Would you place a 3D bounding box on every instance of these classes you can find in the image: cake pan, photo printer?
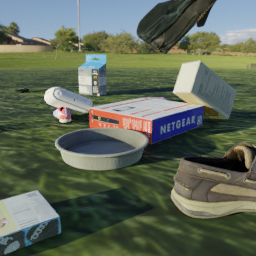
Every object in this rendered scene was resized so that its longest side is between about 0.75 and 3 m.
[{"bbox_3d":[-0.603,0.452,6.716,2.200,0.404,2.200,0,16,0],"label":"cake pan"},{"bbox_3d":[-2.251,-0.997,10.299,1.578,0.548,1.313,20,-12,-25],"label":"photo printer"}]

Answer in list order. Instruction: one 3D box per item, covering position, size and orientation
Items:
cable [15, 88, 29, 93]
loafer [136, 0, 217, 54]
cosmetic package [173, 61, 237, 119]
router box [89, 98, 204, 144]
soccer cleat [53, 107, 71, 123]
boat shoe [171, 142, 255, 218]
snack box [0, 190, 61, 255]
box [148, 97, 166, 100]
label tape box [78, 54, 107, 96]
[{"bbox_3d":[-6.599,-2.346,17.360,0.819,0.255,1.004,-2,16,-7],"label":"cable"},{"bbox_3d":[1.350,-2.518,5.842,2.478,0.896,0.902,-29,41,35],"label":"loafer"},{"bbox_3d":[2.701,-1.247,9.693,2.256,1.187,0.802,28,-13,-34],"label":"cosmetic package"},{"bbox_3d":[0.635,-0.376,9.189,2.570,0.700,2.864,14,20,41],"label":"router box"},{"bbox_3d":[-2.414,-0.568,10.246,0.494,0.530,1.448,-7,17,-25],"label":"soccer cleat"},{"bbox_3d":[1.967,0.766,4.501,2.589,0.949,0.964,-5,16,-17],"label":"boat shoe"},{"bbox_3d":[-1.806,1.327,3.690,1.580,0.293,0.918,-10,18,-34],"label":"snack box"},{"bbox_3d":[1.417,-1.295,13.519,0.780,0.223,1.140,-1,15,-5],"label":"box"},{"bbox_3d":[-2.063,-3.067,16.149,1.633,2.265,0.717,11,19,35],"label":"label tape box"}]
